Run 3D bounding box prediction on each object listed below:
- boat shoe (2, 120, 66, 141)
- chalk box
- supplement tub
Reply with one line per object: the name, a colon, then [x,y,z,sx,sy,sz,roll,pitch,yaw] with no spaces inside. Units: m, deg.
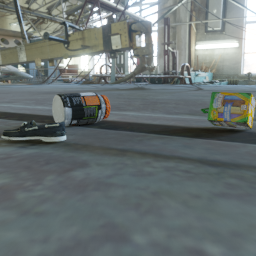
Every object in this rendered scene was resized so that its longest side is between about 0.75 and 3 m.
boat shoe: [-2.086,0.047,6.237,1.461,0.441,0.552,0,6,1]
chalk box: [2.674,-0.485,7.617,1.314,0.814,0.818,8,-7,32]
supplement tub: [-1.368,-0.572,8.331,1.551,0.950,0.950,-7,12,-34]
